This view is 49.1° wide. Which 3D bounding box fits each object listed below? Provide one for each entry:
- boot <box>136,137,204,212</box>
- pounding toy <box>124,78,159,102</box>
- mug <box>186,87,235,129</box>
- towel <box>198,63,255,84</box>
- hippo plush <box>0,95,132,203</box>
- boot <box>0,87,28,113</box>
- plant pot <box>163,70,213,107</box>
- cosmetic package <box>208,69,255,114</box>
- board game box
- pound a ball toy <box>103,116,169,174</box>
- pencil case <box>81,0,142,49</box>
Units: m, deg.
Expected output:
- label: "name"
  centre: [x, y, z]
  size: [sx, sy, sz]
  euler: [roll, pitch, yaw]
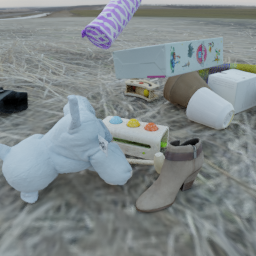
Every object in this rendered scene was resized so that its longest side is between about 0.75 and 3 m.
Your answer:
- label: "boot"
  centre: [0.820, 0.825, 5.398]
  size: [1.607, 1.175, 0.564]
  euler: [-19, 32, -34]
- label: "pounding toy"
  centre: [0.444, -1.731, 10.804]
  size: [0.996, 0.999, 1.741]
  euler: [-12, 28, -32]
- label: "mug"
  centre: [2.626, -0.558, 8.439]
  size: [1.362, 1.091, 1.118]
  euler: [-27, 44, -32]
- label: "towel"
  centre: [3.685, -1.935, 10.862]
  size: [2.390, 1.717, 0.272]
  euler: [5, 68, 8]
- label: "hippo plush"
  centre: [-1.247, 0.677, 5.551]
  size: [2.051, 2.032, 2.551]
  euler: [-34, 11, 0]
- label: "boot"
  centre: [-5.166, -0.884, 9.333]
  size: [2.841, 0.932, 2.341]
  euler: [16, 32, 20]
- label: "plant pot"
  centre: [2.174, -1.240, 9.626]
  size: [1.496, 1.496, 1.305]
  euler: [-21, 51, -36]
- label: "cosmetic package"
  centre: [3.629, -1.285, 9.706]
  size: [1.400, 1.155, 1.154]
  euler: [-18, 31, -33]
- label: "board game box"
  centre: [0.930, -1.568, 6.245]
  size: [2.053, 0.660, 1.515]
  euler: [-21, 22, -38]
- label: "pound a ball toy"
  centre: [0.168, 0.280, 6.911]
  size: [1.953, 0.830, 1.273]
  euler: [11, 28, 22]
- label: "pencil case"
  centre: [-0.254, -2.059, 5.061]
  size: [0.581, 0.570, 1.359]
  euler: [26, 65, 6]
